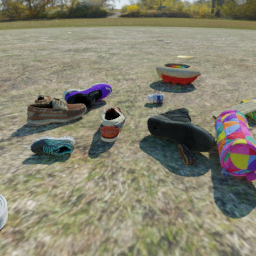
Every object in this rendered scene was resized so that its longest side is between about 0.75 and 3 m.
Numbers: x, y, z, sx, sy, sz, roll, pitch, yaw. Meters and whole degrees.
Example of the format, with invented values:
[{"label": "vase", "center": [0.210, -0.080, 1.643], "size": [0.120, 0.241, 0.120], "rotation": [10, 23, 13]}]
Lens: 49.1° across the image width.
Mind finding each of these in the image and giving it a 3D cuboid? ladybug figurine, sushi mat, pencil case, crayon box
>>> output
[{"label": "ladybug figurine", "center": [3.048, -3.320, 17.179], "size": [2.804, 1.009, 1.903], "rotation": [14, 29, 27]}, {"label": "sushi mat", "center": [4.761, -0.734, 12.235], "size": [1.939, 0.117, 0.927], "rotation": [-19, 26, -4]}, {"label": "pencil case", "center": [3.518, 0.443, 9.178], "size": [1.290, 1.290, 2.920], "rotation": [5, 28, 11]}, {"label": "crayon box", "center": [5.842, -0.825, 12.619], "size": [0.910, 0.446, 1.532], "rotation": [-3, 26, -7]}]

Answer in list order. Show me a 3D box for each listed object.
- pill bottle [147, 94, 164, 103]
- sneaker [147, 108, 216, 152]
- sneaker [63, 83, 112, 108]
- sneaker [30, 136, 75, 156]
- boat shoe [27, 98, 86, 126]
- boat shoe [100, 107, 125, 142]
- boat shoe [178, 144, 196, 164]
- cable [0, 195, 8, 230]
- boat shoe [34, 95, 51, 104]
[{"label": "pill bottle", "center": [1.382, -1.472, 13.974], "size": [0.789, 0.457, 0.457], "rotation": [-2, 26, -4]}, {"label": "sneaker", "center": [2.182, -0.045, 10.277], "size": [1.588, 1.060, 2.772], "rotation": [-28, 31, -34]}, {"label": "sneaker", "center": [-1.791, -1.474, 13.650], "size": [2.494, 0.867, 1.240], "rotation": [-17, 34, -22]}, {"label": "sneaker", "center": [-2.513, 0.652, 9.449], "size": [1.506, 0.584, 0.687], "rotation": [-8, 30, -14]}, {"label": "boat shoe", "center": [-3.015, -0.779, 11.968], "size": [2.574, 0.924, 0.975], "rotation": [-13, 29, -26]}, {"label": "boat shoe", "center": [-0.621, -0.390, 11.279], "size": [0.953, 0.837, 2.677], "rotation": [0, 24, 5]}, {"label": "boat shoe", "center": [1.942, 0.856, 9.243], "size": [0.344, 0.345, 0.979], "rotation": [-10, 35, -4]}, {"label": "cable", "center": [-3.556, 2.068, 6.542], "size": [1.405, 0.487, 1.406], "rotation": [-19, 32, -37]}, {"label": "boat shoe", "center": [-4.148, -1.364, 13.693], "size": [0.524, 0.497, 1.384], "rotation": [3, 26, 7]}]
